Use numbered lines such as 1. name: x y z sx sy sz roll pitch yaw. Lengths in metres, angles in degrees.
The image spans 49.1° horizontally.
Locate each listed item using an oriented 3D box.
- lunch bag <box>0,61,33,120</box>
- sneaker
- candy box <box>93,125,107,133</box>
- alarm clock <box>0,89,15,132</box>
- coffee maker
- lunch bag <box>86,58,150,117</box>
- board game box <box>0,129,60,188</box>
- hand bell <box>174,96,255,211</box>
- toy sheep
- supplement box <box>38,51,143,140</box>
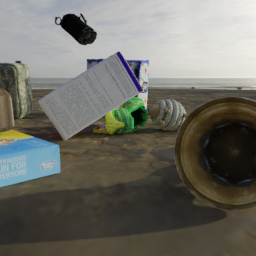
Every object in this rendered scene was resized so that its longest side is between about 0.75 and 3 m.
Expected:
1. lunch bag: -4.610 -1.508 11.187 1.577 2.263 1.898 2 15 7
2. sneaker: 0.145 -0.341 8.569 1.043 0.925 2.497 5 20 17
3. candy box: -0.746 0.020 8.473 0.424 0.109 0.829 4 10 7
4. alarm clock: -3.271 -0.363 5.695 1.990 0.982 2.951 -2 5 6
5. coffee maker: -1.350 -2.561 7.329 0.803 0.563 0.836 -28 59 -33
6. lunch bag: -0.241 -1.849 12.405 2.858 2.430 1.770 -6 17 -35
7. board game box: -2.553 0.466 4.807 1.820 0.480 2.378 -9 13 -43
8. hand bell: 1.820 0.388 4.422 1.350 1.350 2.593 6 -1 30
9. toy sheep: 1.260 -0.375 8.423 1.519 1.047 1.047 18 2 -24
10. supplement box: -1.019 -0.886 7.547 2.412 1.247 1.221 -34 15 -5
